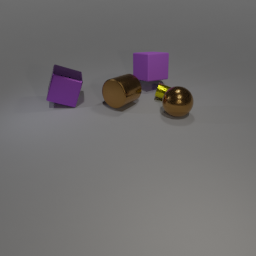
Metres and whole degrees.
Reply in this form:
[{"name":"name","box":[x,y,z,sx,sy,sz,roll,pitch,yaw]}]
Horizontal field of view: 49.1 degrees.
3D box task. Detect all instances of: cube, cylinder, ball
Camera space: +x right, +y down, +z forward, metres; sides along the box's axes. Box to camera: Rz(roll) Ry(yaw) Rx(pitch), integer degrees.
[{"name":"cube","box":[1.224,-3.357,15.161,1.400,1.400,1.400,-13,22,-31]},{"name":"cylinder","box":[-0.285,-1.795,13.459,1.400,1.400,1.400,21,31,30]},{"name":"cylinder","box":[1.796,-1.825,14.182,0.700,0.700,0.700,21,35,6]},{"name":"cube","box":[-3.076,-2.049,13.608,1.400,1.400,1.400,13,27,-19]},{"name":"ball","box":[2.246,-1.183,12.656,1.400,1.400,1.400,0,31,0]}]
